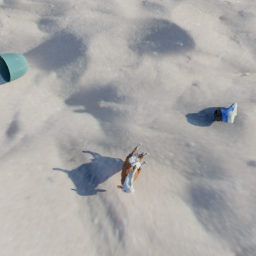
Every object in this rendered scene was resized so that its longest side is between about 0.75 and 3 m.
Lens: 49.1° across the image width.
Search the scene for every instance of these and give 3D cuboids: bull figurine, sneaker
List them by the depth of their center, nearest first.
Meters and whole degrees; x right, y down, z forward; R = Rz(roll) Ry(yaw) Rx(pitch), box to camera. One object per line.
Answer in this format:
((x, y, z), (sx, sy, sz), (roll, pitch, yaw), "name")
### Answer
((0.117, 0.891, 6.269), (0.413, 0.771, 1.269), (34, 24, -13), "bull figurine")
((2.742, -0.452, 7.918), (0.563, 0.388, 1.012), (7, 31, 28), "sneaker")

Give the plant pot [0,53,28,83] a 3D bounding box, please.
((-3.698, -2.009, 9.057), (0.912, 0.912, 0.732), (35, 46, 28), "plant pot")
